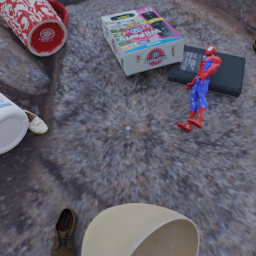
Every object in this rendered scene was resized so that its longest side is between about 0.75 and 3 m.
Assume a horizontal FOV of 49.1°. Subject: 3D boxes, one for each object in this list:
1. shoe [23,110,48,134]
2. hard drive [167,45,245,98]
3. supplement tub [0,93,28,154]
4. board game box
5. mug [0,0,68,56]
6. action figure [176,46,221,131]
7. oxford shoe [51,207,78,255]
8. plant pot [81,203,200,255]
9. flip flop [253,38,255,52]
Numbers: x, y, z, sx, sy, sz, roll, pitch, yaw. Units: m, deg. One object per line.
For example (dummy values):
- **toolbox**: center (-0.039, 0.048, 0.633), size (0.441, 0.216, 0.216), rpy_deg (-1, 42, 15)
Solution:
- **shoe**: center (-3.022, -0.223, 8.702), size (1.261, 0.337, 0.441), rpy_deg (30, 62, 18)
- **hard drive**: center (2.785, -2.058, 9.849), size (2.455, 0.404, 1.713), rpy_deg (15, 58, 10)
- **supplement tub**: center (-4.219, -0.446, 8.122), size (2.346, 1.548, 1.548), rpy_deg (33, 63, 21)
- **board game box**: center (0.442, -3.206, 10.010), size (2.089, 0.910, 2.831), rpy_deg (-17, 48, -10)
- **mug**: center (-3.379, -4.323, 10.494), size (2.541, 1.910, 2.863), rpy_deg (-31, 65, -16)
- **action figure**: center (2.270, -1.368, 8.738), size (0.753, 0.953, 2.912), rpy_deg (27, 71, -10)
- **oxford shoe**: center (-1.542, 2.704, 6.585), size (0.621, 0.722, 1.709), rpy_deg (-3, 59, -4)
- **plant pot**: center (0.025, 2.613, 5.861), size (2.547, 2.547, 1.710), rpy_deg (-40, 38, -23)
- **flip flop**: center (5.014, -2.910, 10.393), size (0.305, 0.429, 1.059), rpy_deg (-27, 65, -8)
